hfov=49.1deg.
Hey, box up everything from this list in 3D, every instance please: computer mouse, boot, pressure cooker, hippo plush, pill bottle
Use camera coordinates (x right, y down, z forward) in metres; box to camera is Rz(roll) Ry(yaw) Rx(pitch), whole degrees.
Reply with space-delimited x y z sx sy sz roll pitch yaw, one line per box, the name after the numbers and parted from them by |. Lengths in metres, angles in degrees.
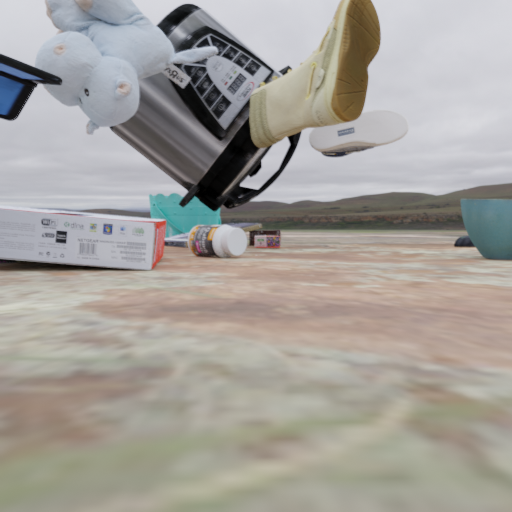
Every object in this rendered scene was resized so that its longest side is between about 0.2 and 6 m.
5.315 -0.359 13.883 1.094 0.288 0.758 -2 5 -37 | computer mouse
2.497 -2.868 13.353 2.324 0.845 1.050 -2 -5 23 | boot
-0.878 -3.028 12.141 3.774 3.319 3.371 39 30 -8 | pressure cooker
-2.415 -2.854 8.866 2.579 2.074 2.055 32 -34 -25 | hippo plush
-0.668 -0.249 9.615 0.989 0.575 0.575 2 4 44 | pill bottle
1.001 -3.290 9.950 2.190 2.818 1.026 -11 -32 45 | boot

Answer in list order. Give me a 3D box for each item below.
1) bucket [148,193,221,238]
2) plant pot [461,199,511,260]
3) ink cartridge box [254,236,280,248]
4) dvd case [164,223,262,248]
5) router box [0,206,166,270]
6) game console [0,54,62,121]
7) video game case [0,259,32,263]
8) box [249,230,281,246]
-2.135 -1.129 16.980 2.270 1.477 2.270 0 4 0 | bucket
4.069 -0.439 9.120 1.439 0.969 1.439 1 6 0 | plant pot
0.271 -0.344 13.539 0.626 0.289 1.148 0 2 1 | ink cartridge box
-1.229 -0.566 14.630 2.254 0.180 1.676 -16 12 -31 | dvd case
-2.602 -0.301 7.821 2.528 0.618 2.269 5 4 -7 | router box
-3.047 -1.995 6.643 0.949 0.628 1.079 15 5 34 | game console
-4.027 -0.030 8.648 1.045 0.207 1.153 -1 6 -36 | video game case
0.232 -0.472 14.798 0.834 0.417 0.312 -1 3 4 | box
